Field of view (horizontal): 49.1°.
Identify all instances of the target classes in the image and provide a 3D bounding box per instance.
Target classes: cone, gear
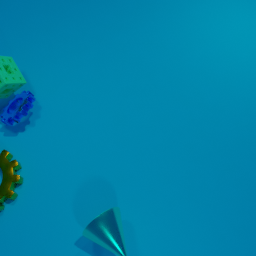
[{"bbox_3d":[-0.342,2.757,6.876,1.132,1.132,1.136,-34,62,-14],"label":"cone"},{"bbox_3d":[-4.002,1.487,7.975,1.891,0.350,1.891,0,66,0],"label":"gear"},{"bbox_3d":[-3.392,-0.622,8.609,1.217,0.225,1.217,-21,44,22],"label":"gear"}]

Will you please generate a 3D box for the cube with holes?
[{"bbox_3d":[-3.801,-1.469,8.218,0.919,0.919,0.919,-30,90,20],"label":"cube with holes"}]
